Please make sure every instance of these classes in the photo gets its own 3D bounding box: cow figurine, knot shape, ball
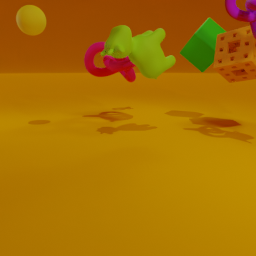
[{"bbox_3d":[0.251,-1.856,7.055,1.657,1.684,0.925,-39,27,-19],"label":"cow figurine"},{"bbox_3d":[2.924,-2.552,6.032,1.464,0.676,1.370,40,-4,-34],"label":"knot shape"},{"bbox_3d":[-0.333,-2.177,9.614,2.037,0.941,1.906,5,-5,16],"label":"knot shape"},{"bbox_3d":[-2.568,-2.860,7.449,0.755,0.755,0.755,0,12,0],"label":"ball"}]

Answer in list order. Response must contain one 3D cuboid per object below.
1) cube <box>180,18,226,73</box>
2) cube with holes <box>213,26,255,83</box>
[{"bbox_3d":[2.642,-2.791,9.500,1.081,1.081,1.081,-50,0,-28],"label":"cube"},{"bbox_3d":[3.290,-2.097,8.128,1.092,1.092,1.092,-2,-18,45],"label":"cube with holes"}]
